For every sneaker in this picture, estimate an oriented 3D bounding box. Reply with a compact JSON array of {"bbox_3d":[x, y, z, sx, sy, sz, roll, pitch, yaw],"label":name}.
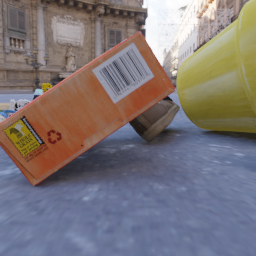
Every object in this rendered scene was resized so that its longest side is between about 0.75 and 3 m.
[{"bbox_3d":[0.525,-0.456,6.218,0.886,0.951,2.517,-42,1,13],"label":"sneaker"}]

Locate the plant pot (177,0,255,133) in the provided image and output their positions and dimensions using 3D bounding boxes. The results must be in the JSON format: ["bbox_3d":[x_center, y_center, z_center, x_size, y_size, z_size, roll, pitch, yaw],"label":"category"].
[{"bbox_3d":[2.681,-1.073,5.951,2.956,2.956,2.781,-7,-5,-40],"label":"plant pot"}]

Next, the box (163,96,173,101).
[{"bbox_3d":[0.803,-1.694,13.825,1.881,0.511,2.348,37,-14,-30],"label":"box"}]

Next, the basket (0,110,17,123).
[{"bbox_3d":[-2.458,-0.081,5.462,0.764,0.603,0.867,6,43,33],"label":"basket"}]

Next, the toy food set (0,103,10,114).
[{"bbox_3d":[-4.269,-0.675,10.410,1.842,0.453,1.861,4,8,26],"label":"toy food set"}]

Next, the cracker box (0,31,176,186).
[{"bbox_3d":[-0.684,-0.405,4.337,1.922,0.828,2.869,-35,12,-4],"label":"cracker box"}]

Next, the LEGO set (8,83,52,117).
[{"bbox_3d":[-2.310,-0.851,9.042,2.918,1.198,1.113,-2,8,-15],"label":"LEGO set"}]

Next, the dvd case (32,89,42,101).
[{"bbox_3d":[-2.399,-0.948,10.415,2.227,0.245,1.626,3,34,-9],"label":"dvd case"}]
